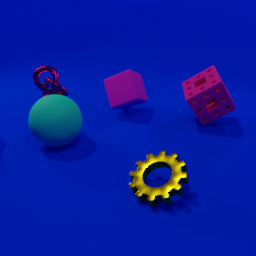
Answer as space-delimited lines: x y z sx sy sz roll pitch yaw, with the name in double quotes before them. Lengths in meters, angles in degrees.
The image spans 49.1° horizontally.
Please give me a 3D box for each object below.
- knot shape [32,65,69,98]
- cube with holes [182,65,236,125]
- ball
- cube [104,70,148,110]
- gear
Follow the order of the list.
"knot shape" -2.095 -1.123 7.715 1.023 1.093 0.505 19 32 27
"cube with holes" 2.399 -0.976 8.382 1.062 1.062 1.062 -28 30 22
"ball" -1.875 -0.191 7.302 1.357 1.357 1.357 0 27 0
"cube" -0.054 -1.209 9.083 0.961 0.961 0.961 -18 -6 23
"gear" 0.621 0.997 5.689 1.195 0.221 1.195 -16 41 14
